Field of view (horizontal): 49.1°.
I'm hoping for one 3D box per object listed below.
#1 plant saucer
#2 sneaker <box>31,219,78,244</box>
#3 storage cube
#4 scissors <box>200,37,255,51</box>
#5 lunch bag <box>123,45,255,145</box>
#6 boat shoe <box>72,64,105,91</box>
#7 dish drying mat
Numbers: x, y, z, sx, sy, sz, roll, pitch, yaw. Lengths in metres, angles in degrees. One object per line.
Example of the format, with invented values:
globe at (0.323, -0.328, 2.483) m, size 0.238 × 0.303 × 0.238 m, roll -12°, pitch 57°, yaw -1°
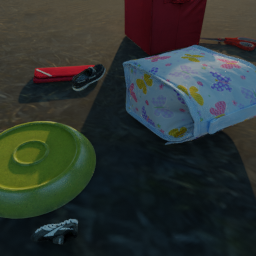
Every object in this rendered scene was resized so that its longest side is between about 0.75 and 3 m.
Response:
plant saucer at (-2.154, 0.678, 6.314) m, size 2.822 × 0.438 × 2.822 m, roll -1°, pitch 40°, yaw 0°
sneaker at (-1.279, 1.901, 4.966) m, size 0.852 × 0.283 × 0.385 m, roll -12°, pitch 38°, yaw -17°
storage cube at (1.374, -4.658, 11.073) m, size 2.387 × 2.510 × 2.792 m, roll -17°, pitch 44°, yaw -19°
scissors at (4.033, -3.706, 11.788) m, size 2.774 × 0.193 × 1.015 m, roll 18°, pitch 45°, yaw 22°
lunch bag at (1.624, -0.769, 6.969) m, size 2.510 × 1.882 × 2.960 m, roll -21°, pitch 34°, yaw -25°
boat shoe at (-1.137, -1.549, 8.113) m, size 0.451 × 0.368 × 1.220 m, roll 37°, pitch 61°, yaw 27°
dish drying mat at (-2.078, -1.880, 9.544) m, size 2.172 × 0.198 × 0.834 m, roll -6°, pitch 39°, yaw -6°
